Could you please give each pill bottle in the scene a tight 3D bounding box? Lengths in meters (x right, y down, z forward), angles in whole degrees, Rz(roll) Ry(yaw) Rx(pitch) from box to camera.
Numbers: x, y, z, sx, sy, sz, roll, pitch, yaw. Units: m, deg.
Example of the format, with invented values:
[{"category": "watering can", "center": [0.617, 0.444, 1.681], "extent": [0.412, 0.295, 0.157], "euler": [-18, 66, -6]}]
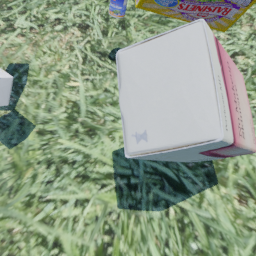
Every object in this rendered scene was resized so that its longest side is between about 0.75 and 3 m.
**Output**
[{"category": "pill bottle", "center": [-0.255, -3.671, 8.051], "extent": [0.494, 0.881, 0.494], "euler": [8, 42, -8]}]

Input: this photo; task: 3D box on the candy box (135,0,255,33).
[{"category": "candy box", "center": [1.417, -2.680, 5.810], "extent": [2.287, 1.169, 0.302], "euler": [7, 71, -18]}]

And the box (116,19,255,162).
[{"category": "box", "center": [1.206, -0.358, 5.050], "extent": [1.502, 2.757, 1.763], "euler": [-13, 76, 30]}]

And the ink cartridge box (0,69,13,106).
[{"category": "ink cartridge box", "center": [-3.386, -1.073, 6.464], "extent": [1.193, 0.747, 0.767], "euler": [32, 26, 23]}]
